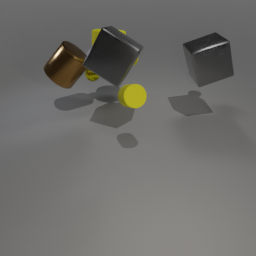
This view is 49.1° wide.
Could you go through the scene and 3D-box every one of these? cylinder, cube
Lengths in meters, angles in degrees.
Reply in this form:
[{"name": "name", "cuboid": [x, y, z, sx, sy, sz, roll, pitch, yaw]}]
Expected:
[{"name": "cylinder", "cuboid": [-2.502, -2.587, 11.541, 1.400, 1.400, 1.400, 38, 22, -19]}, {"name": "cube", "cuboid": [-0.463, -2.461, 9.535, 1.400, 1.400, 1.400, 32, 23, -5]}, {"name": "cube", "cuboid": [3.076, -2.654, 10.824, 1.400, 1.400, 1.400, -18, 31, 6]}, {"name": "cylinder", "cuboid": [0.117, -0.956, 8.361, 0.700, 0.700, 0.700, -9, 10, -15]}, {"name": "cylinder", "cuboid": [-0.817, -3.385, 11.832, 1.400, 1.400, 1.400, 2, 24, -1]}]

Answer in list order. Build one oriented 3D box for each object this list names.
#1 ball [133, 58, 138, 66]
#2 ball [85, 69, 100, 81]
[{"name": "ball", "cuboid": [0.116, -3.149, 12.633, 0.700, 0.700, 0.700, 0, 31, 0]}, {"name": "ball", "cuboid": [-1.629, -2.492, 12.865, 0.700, 0.700, 0.700, 0, 31, 0]}]
